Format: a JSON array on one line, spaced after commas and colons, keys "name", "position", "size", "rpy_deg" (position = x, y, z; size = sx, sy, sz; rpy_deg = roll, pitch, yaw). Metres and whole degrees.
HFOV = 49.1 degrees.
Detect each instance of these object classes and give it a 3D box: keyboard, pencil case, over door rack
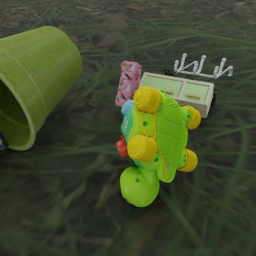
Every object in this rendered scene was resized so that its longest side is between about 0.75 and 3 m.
[{"name": "keyboard", "position": [1.604, -1.111, 9.078], "size": [2.550, 0.505, 1.327], "rpy_deg": [25, 66, 23]}, {"name": "pencil case", "position": [0.001, -1.224, 8.082], "size": [0.562, 1.357, 0.587], "rpy_deg": [3, 15, -31]}, {"name": "over door rack", "position": [2.587, -2.105, 9.403], "size": [1.446, 0.652, 1.958], "rpy_deg": [17, 21, 30]}]

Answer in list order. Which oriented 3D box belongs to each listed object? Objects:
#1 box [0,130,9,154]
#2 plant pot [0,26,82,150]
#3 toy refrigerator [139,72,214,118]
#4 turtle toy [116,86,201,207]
[{"name": "box", "position": [-3.974, 0.507, 5.991], "size": [1.238, 1.426, 2.159], "rpy_deg": [3, 38, 27]}, {"name": "plant pot", "position": [-2.605, -1.328, 7.169], "size": [2.773, 2.773, 2.633], "rpy_deg": [18, 47, 22]}, {"name": "toy refrigerator", "position": [1.380, -1.018, 8.333], "size": [2.115, 0.740, 0.803], "rpy_deg": [15, 63, 19]}, {"name": "turtle toy", "position": [0.469, 0.368, 5.750], "size": [1.799, 2.469, 1.248], "rpy_deg": [19, -16, -41]}]
